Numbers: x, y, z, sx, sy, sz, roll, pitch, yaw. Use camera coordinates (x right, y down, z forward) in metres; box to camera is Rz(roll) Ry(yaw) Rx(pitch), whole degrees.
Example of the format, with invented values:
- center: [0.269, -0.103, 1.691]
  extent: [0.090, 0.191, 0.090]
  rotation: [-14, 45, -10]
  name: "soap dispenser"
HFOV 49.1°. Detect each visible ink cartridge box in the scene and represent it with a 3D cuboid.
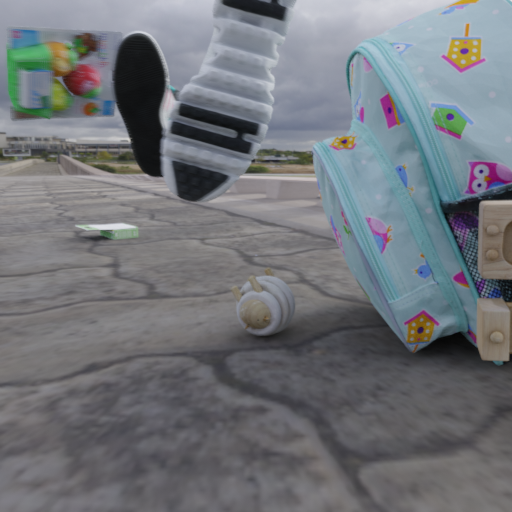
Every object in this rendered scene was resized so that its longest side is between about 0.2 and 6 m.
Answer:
- center: [-3.567, -0.577, 13.368]
  extent: [1.238, 0.297, 0.901]
  rotation: [-8, 13, -35]
  name: "ink cartridge box"

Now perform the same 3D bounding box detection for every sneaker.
- center: [-1.962, -3.078, 10.639]
  extent: [1.154, 2.759, 1.666]
  rotation: [-3, 42, -2]
  name: "sneaker"
- center: [-0.294, -2.132, 6.948]
  extent: [1.161, 3.091, 1.253]
  rotation: [20, 6, -6]
  name: "sneaker"

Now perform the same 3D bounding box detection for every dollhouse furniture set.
- center: [2.364, 0.543, 3.667]
  extent: [1.619, 1.702, 1.387]
  rotation: [1, 11, 15]
  name: "dollhouse furniture set"

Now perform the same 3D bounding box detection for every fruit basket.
- center: [-3.450, -3.224, 10.184]
  extent: [1.960, 1.815, 0.919]
  rotation: [-5, 48, -26]
  name: "fruit basket"

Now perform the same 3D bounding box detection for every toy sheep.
- center: [0.111, 0.539, 6.339]
  extent: [0.732, 0.732, 1.062]
  rotation: [5, 14, 25]
  name: "toy sheep"

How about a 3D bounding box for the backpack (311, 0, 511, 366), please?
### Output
- center: [2.058, -0.861, 6.201]
  extent: [2.687, 3.505, 3.081]
  rotation: [-15, 11, 8]
  name: "backpack"
